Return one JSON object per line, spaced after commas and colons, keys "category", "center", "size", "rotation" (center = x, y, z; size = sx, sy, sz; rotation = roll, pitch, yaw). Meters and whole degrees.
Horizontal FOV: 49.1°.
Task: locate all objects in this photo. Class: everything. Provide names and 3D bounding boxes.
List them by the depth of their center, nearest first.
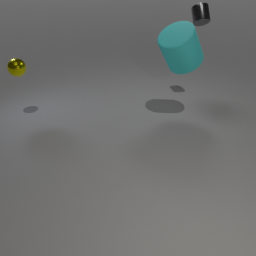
{"category": "cylinder", "center": [1.983, -2.989, 10.496], "size": [1.400, 1.400, 1.400], "rotation": [-16, 50, 20]}
{"category": "ball", "center": [-4.287, -2.331, 10.798], "size": [0.700, 0.700, 0.700], "rotation": [0, 29, 0]}
{"category": "cylinder", "center": [3.003, -4.677, 11.560], "size": [0.700, 0.700, 0.700], "rotation": [-7, -3, 0]}
